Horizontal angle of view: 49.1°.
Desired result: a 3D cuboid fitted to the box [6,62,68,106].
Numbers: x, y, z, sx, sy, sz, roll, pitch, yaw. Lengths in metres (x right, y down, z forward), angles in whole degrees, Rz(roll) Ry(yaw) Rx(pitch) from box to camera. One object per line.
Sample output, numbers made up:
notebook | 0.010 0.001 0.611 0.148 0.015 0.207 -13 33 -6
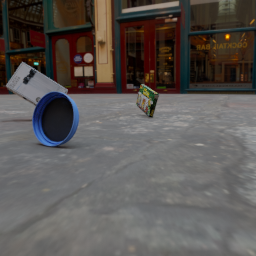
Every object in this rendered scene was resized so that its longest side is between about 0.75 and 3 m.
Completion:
box | -3.337 -1.418 10.368 1.905 1.111 0.573 33 -11 -10

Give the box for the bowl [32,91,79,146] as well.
bowl | -1.528 -0.187 5.931 1.161 1.161 0.228 4 -4 28

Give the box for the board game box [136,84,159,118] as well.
board game box | 0.778 -1.178 11.748 0.220 0.983 1.876 11 16 -19
